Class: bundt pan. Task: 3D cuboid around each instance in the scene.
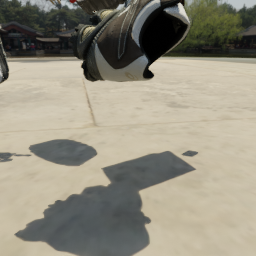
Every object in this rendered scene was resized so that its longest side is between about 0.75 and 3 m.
[{"bbox_3d":[-0.502,-3.388,6.841,1.713,0.643,1.713,-18,47,21],"label":"bundt pan"}]

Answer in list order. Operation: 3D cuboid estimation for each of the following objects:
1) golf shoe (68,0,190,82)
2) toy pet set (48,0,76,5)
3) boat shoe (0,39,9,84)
[{"bbox_3d":[0.489,-1.808,4.326,1.410,2.985,1.160,22,-18,31],"label":"golf shoe"},{"bbox_3d":[-1.872,-3.611,6.413,1.301,1.394,0.740,-3,-13,15],"label":"toy pet set"},{"bbox_3d":[-3.647,-2.375,7.001,0.973,2.635,0.900,-11,22,15],"label":"boat shoe"}]
